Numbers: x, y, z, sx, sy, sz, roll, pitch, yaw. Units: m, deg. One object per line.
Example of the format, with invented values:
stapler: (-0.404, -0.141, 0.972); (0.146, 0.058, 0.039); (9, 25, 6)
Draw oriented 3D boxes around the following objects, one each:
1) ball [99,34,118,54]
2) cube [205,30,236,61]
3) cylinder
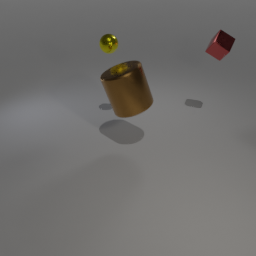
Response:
ball: (-0.699, -3.074, 10.223); (0.700, 0.700, 0.700); (0, 29, 0)
cube: (3.527, -3.159, 10.717); (0.700, 0.700, 0.700); (31, 71, -4)
cylinder: (-0.022, -1.279, 9.173); (1.400, 1.400, 1.400); (-17, 28, 10)
